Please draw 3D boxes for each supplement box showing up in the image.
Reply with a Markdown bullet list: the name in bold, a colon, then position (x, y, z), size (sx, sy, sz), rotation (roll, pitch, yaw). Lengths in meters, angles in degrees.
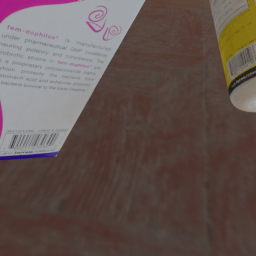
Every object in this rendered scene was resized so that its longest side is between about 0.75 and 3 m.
- **supplement box**: position (-1.179, -0.919, 3.302), size (1.346, 2.659, 1.374), rotation (1, 50, -40)

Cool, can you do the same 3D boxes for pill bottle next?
- **pill bottle**: position (1.953, -1.635, 3.900), size (1.455, 1.455, 2.598), rotation (-4, 76, -5)
